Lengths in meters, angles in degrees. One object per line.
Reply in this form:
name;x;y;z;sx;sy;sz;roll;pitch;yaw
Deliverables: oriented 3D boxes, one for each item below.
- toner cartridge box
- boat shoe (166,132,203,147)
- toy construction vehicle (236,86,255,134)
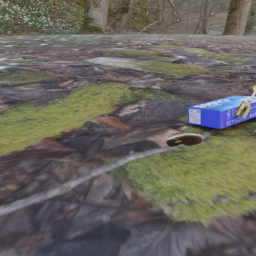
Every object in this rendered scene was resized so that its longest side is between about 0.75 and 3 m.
toner cartridge box;3.284;-0.581;9.160;2.617;0.565;1.243;-15;19;-35
boat shoe;1.306;0.198;6.426;0.894;0.330;0.331;-7;36;36
toy construction vehicle;3.665;-0.411;7.830;1.100;1.263;0.445;31;33;15
